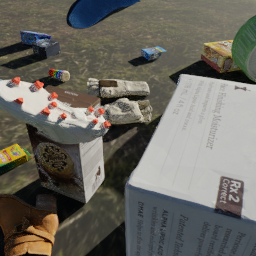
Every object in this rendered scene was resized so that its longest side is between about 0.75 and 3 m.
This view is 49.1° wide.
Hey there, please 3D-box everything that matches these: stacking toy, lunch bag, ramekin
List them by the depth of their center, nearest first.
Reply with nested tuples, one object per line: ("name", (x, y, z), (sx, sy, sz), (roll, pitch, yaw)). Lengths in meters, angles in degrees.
("ramekin", (5.619, -3.050, 10.963), (2.735, 2.735, 1.336), (-1, 44, -1))
("stacking toy", (-2.942, -2.256, 11.767), (1.076, 0.459, 0.459), (22, 41, 37))
("lunch bag", (-5.043, -5.024, 15.530), (1.060, 0.663, 1.409), (14, 26, 21))

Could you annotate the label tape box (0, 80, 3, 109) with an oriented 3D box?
("label tape box", (-5.563, -1.249, 10.016), (2.434, 0.804, 1.743), (20, 40, 29))

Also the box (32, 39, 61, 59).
("box", (-4.062, -3.965, 13.970), (0.972, 0.571, 0.956), (22, 41, 25))

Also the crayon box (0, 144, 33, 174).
("crayon box", (-3.192, 0.801, 7.615), (0.992, 0.252, 0.630), (-28, 44, -33))

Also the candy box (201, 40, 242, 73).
("candy box", (5.159, -3.438, 12.989), (2.999, 0.829, 1.731), (-10, 37, -14))

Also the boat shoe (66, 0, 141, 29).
("boat shoe", (-0.609, -3.565, 7.528), (2.642, 1.112, 0.907), (-33, 27, -21))

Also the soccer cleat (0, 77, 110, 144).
("soccer cleat", (-1.171, -0.117, 4.396), (2.078, 0.806, 0.720), (19, 40, -48))

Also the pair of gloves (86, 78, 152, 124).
("pair of gloves", (-0.396, -1.042, 9.967), (2.448, 0.505, 2.879), (1, 37, 0))

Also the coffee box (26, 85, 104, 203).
("coffee box", (-1.365, 0.397, 6.330), (1.352, 2.392, 0.955), (15, 38, 20))

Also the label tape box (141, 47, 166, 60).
("label tape box", (1.270, -3.691, 13.795), (1.019, 0.337, 0.730), (-16, 39, -24))

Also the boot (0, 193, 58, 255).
("boot", (-2.323, 2.030, 5.598), (1.787, 0.658, 1.382), (-6, 41, -4))

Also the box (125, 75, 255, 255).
("box", (1.366, 1.134, 4.751), (1.954, 2.990, 2.974), (12, 40, 16))
